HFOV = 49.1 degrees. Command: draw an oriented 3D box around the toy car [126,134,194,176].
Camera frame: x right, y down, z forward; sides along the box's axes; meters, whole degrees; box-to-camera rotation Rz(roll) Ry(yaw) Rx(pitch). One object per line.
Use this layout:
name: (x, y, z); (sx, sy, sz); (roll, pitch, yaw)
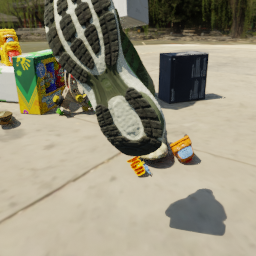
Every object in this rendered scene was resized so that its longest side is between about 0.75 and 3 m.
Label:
toy car: (0.793, 0.705, 6.167); (1.651, 0.810, 0.549); (-24, 72, -14)

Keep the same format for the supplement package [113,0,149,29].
supplement package: (-0.795, -4.200, 9.459); (2.572, 1.540, 1.559); (2, 9, 29)

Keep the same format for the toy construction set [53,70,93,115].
toy construction set: (-1.494, -0.906, 9.407); (2.057, 1.580, 1.715); (32, 4, 26)

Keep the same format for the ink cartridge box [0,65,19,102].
ink cartridge box: (-4.400, -2.048, 11.933); (2.140, 1.235, 2.929); (5, 21, 13)

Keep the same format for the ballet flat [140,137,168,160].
ballet flat: (0.458, 0.065, 7.071); (0.892, 0.762, 2.684); (-1, 21, -3)

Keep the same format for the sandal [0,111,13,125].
sandal: (-3.893, -0.313, 8.690); (0.587, 0.395, 1.462); (-3, 6, -22)

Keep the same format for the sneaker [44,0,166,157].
sneaker: (-0.198, -0.852, 3.565); (0.921, 2.396, 1.061); (-17, 16, 23)

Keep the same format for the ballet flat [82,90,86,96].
ballet flat: (-1.474, -1.911, 12.106); (0.933, 0.863, 2.768); (-2, 21, -5)

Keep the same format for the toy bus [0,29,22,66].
toy bus: (-4.759, -3.193, 11.361); (0.943, 1.389, 1.333); (-16, 34, -31)

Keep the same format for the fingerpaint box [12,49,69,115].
fingerpaint box: (-3.013, -1.748, 10.174); (0.853, 1.940, 2.325); (5, 22, 14)

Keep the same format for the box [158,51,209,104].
box: (2.146, -2.033, 11.034); (1.680, 1.845, 0.961); (-9, 23, -21)
